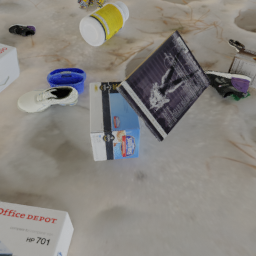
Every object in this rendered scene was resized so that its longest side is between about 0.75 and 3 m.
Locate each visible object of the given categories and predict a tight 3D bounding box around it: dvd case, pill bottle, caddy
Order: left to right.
[{"bbox_3d":[-2.258,-1.785,10.418,1.443,0.757,1.020,-4,48,-3],"label":"caddy"},{"bbox_3d":[-0.984,-4.826,12.717,1.336,1.336,2.385,26,53,21],"label":"pill bottle"},{"bbox_3d":[1.001,-1.078,7.052,2.348,1.746,0.188,-48,21,-22],"label":"dvd case"}]

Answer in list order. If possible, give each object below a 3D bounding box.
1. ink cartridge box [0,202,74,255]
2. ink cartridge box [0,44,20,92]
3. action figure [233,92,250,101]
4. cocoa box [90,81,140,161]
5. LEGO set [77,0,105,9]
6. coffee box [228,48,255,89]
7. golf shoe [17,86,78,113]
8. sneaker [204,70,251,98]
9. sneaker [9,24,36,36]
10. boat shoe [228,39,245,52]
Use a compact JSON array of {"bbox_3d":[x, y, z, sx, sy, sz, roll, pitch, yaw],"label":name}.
[{"bbox_3d":[-2.424,3.011,5.950,1.843,1.081,2.517,6,50,6],"label":"ink cartridge box"},{"bbox_3d":[-5.857,-2.339,10.241,2.946,1.247,2.129,16,42,5],"label":"ink cartridge box"},{"bbox_3d":[3.935,-1.566,10.513,0.733,0.339,1.241,-16,51,-21],"label":"action figure"},{"bbox_3d":[-0.428,-0.256,8.604,1.385,1.407,2.110,-4,49,-4],"label":"cocoa box"},{"bbox_3d":[-1.198,-3.750,8.296,0.771,0.581,1.003,18,21,-48],"label":"LEGO set"},{"bbox_3d":[5.048,-2.032,10.328,2.343,0.934,1.340,27,38,22],"label":"coffee box"},{"bbox_3d":[-2.772,-1.096,9.517,2.111,1.026,0.827,-13,81,-9],"label":"golf shoe"},{"bbox_3d":[3.373,-1.569,10.242,1.951,0.739,0.854,17,92,41],"label":"sneaker"},{"bbox_3d":[-4.955,-4.539,13.084,1.226,0.464,0.537,-8,54,-7],"label":"sneaker"},{"bbox_3d":[4.823,-3.724,12.441,0.366,0.299,0.990,-15,50,-13],"label":"boat shoe"}]
